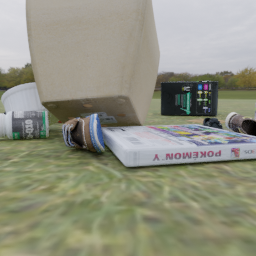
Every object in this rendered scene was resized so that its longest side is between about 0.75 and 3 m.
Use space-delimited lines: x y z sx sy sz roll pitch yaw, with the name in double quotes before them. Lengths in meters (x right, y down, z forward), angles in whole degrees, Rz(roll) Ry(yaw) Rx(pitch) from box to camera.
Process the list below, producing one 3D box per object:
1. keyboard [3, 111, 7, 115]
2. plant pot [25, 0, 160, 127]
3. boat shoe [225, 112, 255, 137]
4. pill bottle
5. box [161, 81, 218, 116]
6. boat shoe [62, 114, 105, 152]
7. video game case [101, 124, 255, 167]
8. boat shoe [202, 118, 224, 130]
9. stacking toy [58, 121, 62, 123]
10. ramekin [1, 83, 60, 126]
"keyboard" -4.281 -0.632 12.509 2.344 0.301 1.408 -2 7 -23
"plant pot" -0.715 -1.412 6.906 2.863 2.538 2.867 -4 -22 11
"boat shoe" 2.563 0.052 5.702 1.296 0.466 0.386 22 7 -26
"pill bottle" -2.451 -0.068 6.514 1.154 0.653 0.653 -3 8 -18
"box" 2.998 -1.443 13.614 2.594 1.612 1.927 1 7 14
"boat shoe" -0.861 0.132 5.296 0.697 0.695 1.925 -10 3 -9
"video game case" 0.859 0.238 5.515 2.530 0.319 2.777 -2 6 -13
"boat shoe" 2.210 -0.058 7.299 0.493 0.437 1.319 1 7 8
"stacking toy" -2.800 -0.622 10.691 0.944 0.944 2.211 -4 15 -31
"ramekin" -2.586 -0.545 7.783 1.618 0.789 1.618 -14 -14 -4
